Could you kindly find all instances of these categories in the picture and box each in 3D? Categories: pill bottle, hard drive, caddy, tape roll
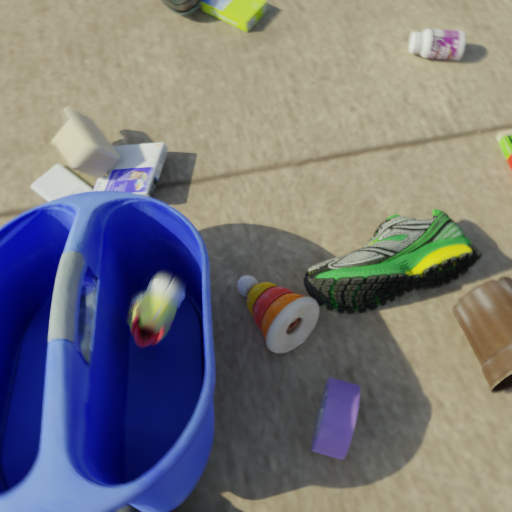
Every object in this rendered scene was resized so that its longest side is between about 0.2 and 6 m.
[{"bbox_3d":[4.035,-4.735,12.535,1.101,0.618,0.618,4,65,3],"label":"pill bottle"},{"bbox_3d":[-3.826,-1.297,11.167,1.112,0.141,0.733,36,66,15],"label":"hard drive"},{"bbox_3d":[-2.422,1.267,8.060,3.668,2.724,5.189,-5,50,-3],"label":"caddy"},{"bbox_3d":[1.251,2.552,8.822,0.496,1.168,1.168,15,66,7],"label":"tape roll"}]

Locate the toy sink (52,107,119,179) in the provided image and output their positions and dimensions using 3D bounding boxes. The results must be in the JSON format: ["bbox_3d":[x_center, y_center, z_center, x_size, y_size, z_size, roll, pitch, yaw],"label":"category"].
[{"bbox_3d":[-3.426,-2.195,11.009,0.684,0.796,1.221,-45,66,14],"label":"toy sink"}]

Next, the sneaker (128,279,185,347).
[{"bbox_3d":[-1.644,1.019,8.411,0.710,1.816,0.820,24,59,-7],"label":"sneaker"}]

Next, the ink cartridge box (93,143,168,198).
[{"bbox_3d":[-2.518,-1.681,11.200,1.290,0.280,1.278,1,62,20],"label":"ink cartridge box"}]

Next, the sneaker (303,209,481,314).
[{"bbox_3d":[2.302,0.075,10.099,3.221,1.257,1.372,-15,58,-16],"label":"sneaker"}]

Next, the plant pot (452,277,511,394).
[{"bbox_3d":[4.180,1.259,9.349,1.518,1.518,1.503,-19,58,-9],"label":"plant pot"}]

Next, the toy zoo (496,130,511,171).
[{"bbox_3d":[6.035,-1.618,11.279,1.560,0.243,2.379,-10,65,-5],"label":"toy zoo"}]

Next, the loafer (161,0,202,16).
[{"bbox_3d":[-2.147,-6.886,13.243,1.044,0.914,2.906,-30,62,12],"label":"loafer"}]

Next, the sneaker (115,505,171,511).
[{"bbox_3d":[-1.514,4.197,8.230,1.379,1.179,3.327,-19,62,-33],"label":"sneaker"}]

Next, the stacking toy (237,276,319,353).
[{"bbox_3d":[0.235,0.848,9.873,1.144,1.144,1.566,-37,51,-16],"label":"stacking toy"}]

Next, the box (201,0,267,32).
[{"bbox_3d":[-0.591,-5.950,13.248,1.456,0.347,0.888,31,69,14],"label":"box"}]
